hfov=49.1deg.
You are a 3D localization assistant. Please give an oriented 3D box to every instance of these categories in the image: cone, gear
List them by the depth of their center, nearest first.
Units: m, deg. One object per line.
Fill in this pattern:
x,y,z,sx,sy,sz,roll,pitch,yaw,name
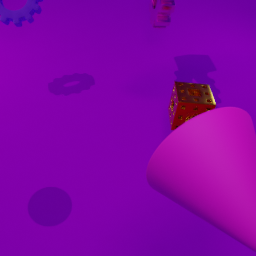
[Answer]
0.944,0.652,2.422,1.193,1.193,1.198,-18,48,-13,cone
0.815,-3.316,6.640,0.331,1.788,1.788,1,52,-5,gear
-2.778,-3.182,6.882,1.300,0.240,1.300,0,91,-4,gear

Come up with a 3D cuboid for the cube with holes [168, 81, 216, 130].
1.240,-0.418,5.601,0.706,0.706,0.706,5,42,-3,cube with holes
